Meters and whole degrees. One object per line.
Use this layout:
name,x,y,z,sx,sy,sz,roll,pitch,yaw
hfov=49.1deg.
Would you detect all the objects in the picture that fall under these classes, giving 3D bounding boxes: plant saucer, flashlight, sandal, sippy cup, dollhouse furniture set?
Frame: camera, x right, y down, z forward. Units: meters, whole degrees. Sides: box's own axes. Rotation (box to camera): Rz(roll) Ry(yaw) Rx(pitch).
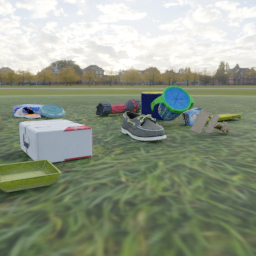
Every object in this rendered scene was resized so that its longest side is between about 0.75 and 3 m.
plant saucer,-3.886,-0.901,14.391,1.333,0.183,1.333,13,27,-7
flashlight,-0.451,-1.149,15.461,2.646,0.896,0.899,-6,12,-41
sandal,-5.086,-0.812,14.301,1.890,0.542,0.724,7,11,37
sippy cup,1.808,-0.908,11.512,1.584,1.244,1.161,29,-32,2
dollhouse furniture set,2.784,0.055,9.404,0.909,0.779,0.956,24,-10,35
plant saucer,-1.726,0.801,4.697,0.982,0.235,0.980,-4,10,-29

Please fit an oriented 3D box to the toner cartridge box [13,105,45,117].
toner cartridge box,-5.081,-0.989,15.556,2.380,0.514,1.130,4,9,25

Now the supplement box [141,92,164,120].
supplement box,1.336,-1.187,14.272,1.274,1.282,2.342,1,8,5

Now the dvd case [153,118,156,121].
dvd case,0.606,-0.278,12.154,1.016,0.109,1.366,1,10,14

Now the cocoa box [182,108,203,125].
cocoa box,2.752,-0.489,11.781,0.775,0.517,0.508,-18,16,-19

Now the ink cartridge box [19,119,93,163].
ink cartridge box,-1.755,0.261,6.648,1.257,0.710,1.713,-5,10,-31

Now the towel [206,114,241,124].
towel,4.037,-0.431,13.042,2.641,0.238,1.136,-7,6,-35

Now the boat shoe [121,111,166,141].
boat shoe,0.421,-0.088,8.918,0.861,0.720,2.410,-4,9,-23
